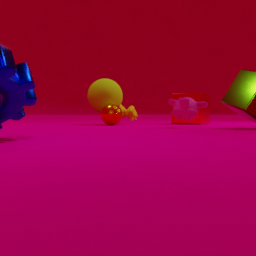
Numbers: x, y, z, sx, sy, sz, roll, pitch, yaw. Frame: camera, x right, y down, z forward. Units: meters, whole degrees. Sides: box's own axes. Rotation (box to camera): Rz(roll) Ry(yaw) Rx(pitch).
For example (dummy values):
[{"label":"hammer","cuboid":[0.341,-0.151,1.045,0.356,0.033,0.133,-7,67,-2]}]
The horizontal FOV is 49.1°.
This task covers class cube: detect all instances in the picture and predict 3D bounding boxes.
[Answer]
[{"label":"cube","cuboid":[2.436,-0.746,10.853,1.170,1.170,1.170,2,3,32]},{"label":"cube","cuboid":[3.360,-0.787,7.360,1.055,1.055,1.055,28,8,-23]}]

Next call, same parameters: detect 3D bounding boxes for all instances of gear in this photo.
[{"label":"gear","cuboid":[-2.200,-0.422,3.775,1.822,0.337,1.822,-20,-19,-7]}]

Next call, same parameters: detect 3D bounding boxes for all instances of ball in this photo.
[{"label":"ball","cuboid":[-0.561,-0.462,9.518,0.750,0.750,0.750,0,3,0]},{"label":"ball","cuboid":[-0.836,-1.158,10.243,1.277,1.277,1.277,0,3,0]}]

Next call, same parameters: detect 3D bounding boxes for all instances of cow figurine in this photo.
[{"label":"cow figurine","cuboid":[-0.221,-0.557,11.279,1.088,1.071,0.597,-42,17,38]}]

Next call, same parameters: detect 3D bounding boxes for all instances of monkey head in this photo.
[{"label":"monkey head","cuboid":[1.640,-0.654,7.932,1.152,0.829,0.694,7,47,20]}]
